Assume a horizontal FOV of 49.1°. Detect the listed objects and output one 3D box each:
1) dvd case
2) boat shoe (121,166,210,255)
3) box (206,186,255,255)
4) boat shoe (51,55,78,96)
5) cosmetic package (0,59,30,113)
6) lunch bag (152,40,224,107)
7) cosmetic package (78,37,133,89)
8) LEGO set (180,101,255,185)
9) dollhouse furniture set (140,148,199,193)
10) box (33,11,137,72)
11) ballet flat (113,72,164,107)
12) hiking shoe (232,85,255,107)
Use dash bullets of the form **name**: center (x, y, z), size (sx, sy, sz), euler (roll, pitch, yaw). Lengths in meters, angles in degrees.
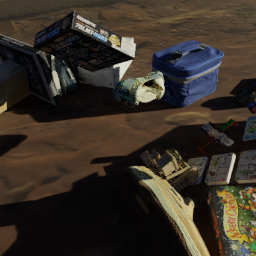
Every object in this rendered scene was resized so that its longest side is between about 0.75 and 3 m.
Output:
- **dvd case**: center (-3.604, -2.073, 9.736), size (2.772, 2.084, 0.343), euler (26, 55, 30)
- **boat shoe**: center (0.925, 1.732, 5.734), size (1.123, 1.057, 2.950), euler (-5, 36, -26)
- **box**: center (2.669, 2.292, 5.342), size (1.815, 0.501, 2.657), euler (1, 38, 2)
- **boat shoe**: center (-2.503, -2.288, 10.867), size (0.871, 1.055, 2.818), euler (-11, 40, -12)
- **cosmetic package**: center (-4.368, -1.132, 9.050), size (0.820, 1.214, 2.308), euler (30, 51, 18)
- **lunch bag**: center (2.006, -2.087, 10.020), size (2.638, 1.745, 1.792), euler (-28, 45, -32)
- **cosmetic package**: center (-0.839, -2.801, 11.475), size (1.544, 1.110, 2.735), euler (10, 38, 10)
- **LEGO set**: center (2.607, 0.438, 7.092), size (1.991, 0.654, 2.666), euler (-16, 34, 44)
- **dollhouse furniture set**: center (0.861, 0.636, 6.700), size (0.768, 1.222, 1.382), euler (-37, 44, -9)
- **box**: center (-1.189, -2.233, 7.671), size (2.042, 0.511, 2.058), euler (16, -13, -41)
- **ballet flat**: center (0.516, -0.976, 7.348), size (0.809, 0.809, 2.178), euler (25, 32, 29)
- **hiking shoe**: center (4.399, -1.347, 9.943), size (1.429, 0.541, 0.719), euler (-33, 41, -19)
